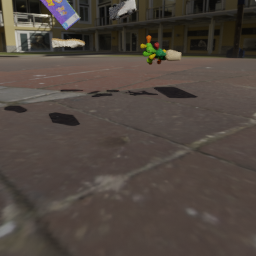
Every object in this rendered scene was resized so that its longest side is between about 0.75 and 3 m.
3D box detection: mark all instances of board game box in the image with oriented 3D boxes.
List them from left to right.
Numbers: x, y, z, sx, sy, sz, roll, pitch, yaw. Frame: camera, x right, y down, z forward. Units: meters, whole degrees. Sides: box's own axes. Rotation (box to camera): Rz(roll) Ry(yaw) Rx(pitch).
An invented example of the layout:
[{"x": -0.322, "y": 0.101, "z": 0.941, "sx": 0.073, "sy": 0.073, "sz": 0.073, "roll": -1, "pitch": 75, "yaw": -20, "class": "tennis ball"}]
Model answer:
[{"x": -1.048, "y": -1.722, "z": 3.243, "sx": 0.232, "sy": 1.038, "sz": 0.698, "roll": -38, "pitch": 51, "yaw": 6, "class": "board game box"}]

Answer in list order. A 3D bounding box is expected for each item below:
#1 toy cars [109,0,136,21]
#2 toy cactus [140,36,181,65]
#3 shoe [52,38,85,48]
[{"x": 0.142, "y": -3.201, "z": 6.796, "sx": 0.685, "sy": 1.528, "sz": 0.338, "roll": 43, "pitch": 16, "yaw": 26, "class": "toy cars"}, {"x": 1.106, "y": -2.441, "z": 9.111, "sx": 1.255, "sy": 0.778, "sz": 1.521, "roll": 11, "pitch": -4, "yaw": 18, "class": "toy cactus"}, {"x": -1.973, "y": -2.764, "z": 9.272, "sx": 1.090, "sy": 0.291, "sz": 0.381, "roll": 4, "pitch": 1, "yaw": -2, "class": "shoe"}]
